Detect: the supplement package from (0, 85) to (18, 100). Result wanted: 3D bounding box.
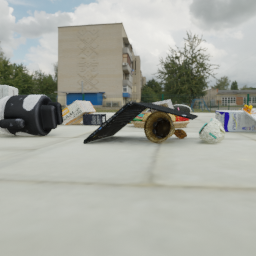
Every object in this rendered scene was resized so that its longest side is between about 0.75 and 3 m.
[{"bbox_3d":[-6.256,-0.946,12.173,2.458,1.807,2.350,1,4,-13],"label":"supplement package"}]

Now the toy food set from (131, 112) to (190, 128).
[{"bbox_3d":[1.382,-0.392,12.560,2.734,0.665,2.706,-4,6,-38],"label":"toy food set"}]

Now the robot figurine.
[{"bbox_3d":[-3.003,-0.362,8.451,2.003,1.250,1.505,1,-21,11],"label":"robot figurine"}]

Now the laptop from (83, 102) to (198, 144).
[{"bbox_3d":[0.422,-0.009,7.088,2.328,1.203,2.064,-39,-8,16],"label":"laptop"}]

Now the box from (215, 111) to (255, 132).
[{"bbox_3d":[4.070,-0.268,10.354,1.392,0.730,1.280,1,5,4],"label":"box"}]

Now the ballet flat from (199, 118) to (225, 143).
[{"bbox_3d":[2.186,0.132,7.146,0.621,0.621,1.732,2,7,23],"label":"ballet flat"}]

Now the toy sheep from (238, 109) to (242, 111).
[{"bbox_3d":[4.638,-0.369,11.482,0.823,0.823,1.194,-2,10,-26],"label":"toy sheep"}]

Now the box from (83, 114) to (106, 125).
[{"bbox_3d":[-1.637,-0.427,13.803,0.944,0.554,0.928,1,4,12],"label":"box"}]

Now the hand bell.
[{"bbox_3d":[1.160,0.075,7.314,0.799,0.799,1.534,3,-6,37],"label":"hand bell"}]

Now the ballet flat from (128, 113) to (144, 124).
[{"bbox_3d":[0.241,-0.445,14.825,2.032,0.697,0.640,2,-24,-4],"label":"ballet flat"}]

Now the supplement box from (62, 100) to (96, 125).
[{"bbox_3d":[-2.568,-0.781,14.318,1.218,0.711,1.933,-33,-3,13],"label":"supplement box"}]

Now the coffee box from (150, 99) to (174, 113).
[{"bbox_3d":[1.443,-0.853,12.105,0.950,0.537,0.379,-9,22,38],"label":"coffee box"}]

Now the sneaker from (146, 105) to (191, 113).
[{"bbox_3d":[2.544,-0.867,17.435,2.931,1.036,1.454,-5,6,4],"label":"sneaker"}]

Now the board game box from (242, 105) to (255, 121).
[{"bbox_3d":[4.896,-0.294,9.069,1.703,0.220,1.703,-1,31,-19],"label":"board game box"}]
